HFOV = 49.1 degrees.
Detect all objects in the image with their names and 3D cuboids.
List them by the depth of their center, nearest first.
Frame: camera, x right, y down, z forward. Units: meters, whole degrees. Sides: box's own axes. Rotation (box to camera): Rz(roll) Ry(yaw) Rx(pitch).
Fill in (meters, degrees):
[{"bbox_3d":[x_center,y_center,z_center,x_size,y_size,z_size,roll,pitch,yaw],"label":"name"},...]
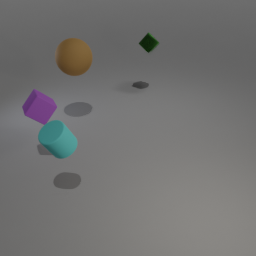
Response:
[{"bbox_3d":[-1.689,0.282,6.789,0.700,0.700,0.700,-11,52,15],"label":"cylinder"},{"bbox_3d":[-2.689,-0.642,8.510,0.700,0.700,0.700,31,8,-35],"label":"cube"},{"bbox_3d":[-2.049,-2.683,10.626,1.400,1.400,1.400,0,30,0],"label":"ball"},{"bbox_3d":[1.034,-4.093,13.545,0.700,0.700,0.700,44,18,-2],"label":"cube"}]
